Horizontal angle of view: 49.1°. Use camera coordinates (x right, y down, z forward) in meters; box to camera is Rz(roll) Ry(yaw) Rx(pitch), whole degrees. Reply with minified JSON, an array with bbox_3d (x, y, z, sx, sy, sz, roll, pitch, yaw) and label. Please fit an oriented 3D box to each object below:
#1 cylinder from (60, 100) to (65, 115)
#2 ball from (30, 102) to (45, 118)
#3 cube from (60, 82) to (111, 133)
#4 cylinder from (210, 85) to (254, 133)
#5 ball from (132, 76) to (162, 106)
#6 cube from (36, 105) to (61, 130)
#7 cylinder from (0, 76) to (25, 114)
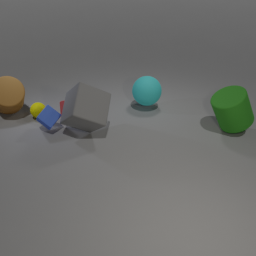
[{"bbox_3d":[-2.679,-0.843,12.540,0.700,0.700,0.700,-6,-6,-1],"label":"cylinder"},{"bbox_3d":[-4.056,-0.805,12.662,0.700,0.700,0.700,0,29,0],"label":"ball"},{"bbox_3d":[-1.680,-0.770,11.082,1.400,1.400,1.400,18,-21,-29],"label":"cube"},{"bbox_3d":[4.210,-0.752,11.296,1.400,1.400,1.400,-22,34,16],"label":"cylinder"},{"bbox_3d":[0.896,-1.763,13.320,1.400,1.400,1.400,0,29,0],"label":"ball"},{"bbox_3d":[-3.281,-0.432,11.572,0.700,0.700,0.700,-55,12,-19],"label":"cube"},{"bbox_3d":[-5.419,-1.452,12.653,1.400,1.400,1.400,-15,-5,-24],"label":"cylinder"}]
